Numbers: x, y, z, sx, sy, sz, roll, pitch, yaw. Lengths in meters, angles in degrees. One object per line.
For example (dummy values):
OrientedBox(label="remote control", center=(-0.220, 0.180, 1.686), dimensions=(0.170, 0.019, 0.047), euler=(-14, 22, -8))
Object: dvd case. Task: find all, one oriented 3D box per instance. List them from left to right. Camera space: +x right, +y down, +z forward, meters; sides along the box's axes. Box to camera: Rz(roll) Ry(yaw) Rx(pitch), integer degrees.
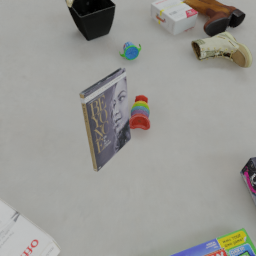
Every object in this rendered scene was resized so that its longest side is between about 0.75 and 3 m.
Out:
OrientedBox(label="dvd case", center=(-0.328, -0.148, 4.979), dimensions=(0.124, 1.546, 1.150), euler=(15, 38, 29))

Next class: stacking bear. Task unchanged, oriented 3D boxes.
OrientedBox(label="stacking bear", center=(0.356, -0.523, 7.974), dimensions=(0.620, 0.580, 1.021), euler=(4, 49, 3))

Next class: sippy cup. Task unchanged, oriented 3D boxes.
OrientedBox(label="sippy cup", center=(0.070, -2.670, 9.555), dimensions=(0.688, 0.540, 0.504), euler=(7, 40, -24))

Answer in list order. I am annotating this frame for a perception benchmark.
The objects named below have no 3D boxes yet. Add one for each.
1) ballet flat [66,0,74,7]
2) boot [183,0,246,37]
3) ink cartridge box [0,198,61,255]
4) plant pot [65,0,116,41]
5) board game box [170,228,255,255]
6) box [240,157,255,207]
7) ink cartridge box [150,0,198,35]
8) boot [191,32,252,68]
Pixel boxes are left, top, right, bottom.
OrientedBox(label="ballet flat", center=(-1.286, -3.342, 6.157), dimensions=(0.361, 1.271, 0.422), euler=(0, 15, -19))
OrientedBox(label="boot", center=(2.972, -4.466, 10.666), dimensions=(2.125, 0.773, 2.258), euler=(-33, 60, -21))
OrientedBox(label="ink cartridge box", center=(-2.778, 2.410, 5.572), dimensions=(2.287, 0.947, 1.676), euler=(28, 59, 19))
OrientedBox(label="plant pot", center=(-1.302, -3.964, 10.035), dimensions=(1.347, 1.195, 1.344), euler=(-25, 58, -18))
OrientedBox(label="board game box", center=(1.518, 3.208, 5.359), dimensions=(2.601, 0.379, 1.750), euler=(-16, 56, -11))
OrientedBox(label="box", center=(3.378, 1.396, 6.375), dimensions=(0.964, 0.837, 1.459), euler=(-8, 55, -6))
OrientedBox(label="ink cartridge box", center=(1.708, -4.299, 10.620), dimensions=(1.085, 0.624, 1.495), euler=(-28, 59, -19))
OrientedBox(label="boot", center=(3.068, -2.492, 9.301), dimensions=(1.419, 0.661, 1.835), euler=(-15, 50, -12))
